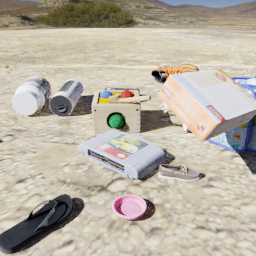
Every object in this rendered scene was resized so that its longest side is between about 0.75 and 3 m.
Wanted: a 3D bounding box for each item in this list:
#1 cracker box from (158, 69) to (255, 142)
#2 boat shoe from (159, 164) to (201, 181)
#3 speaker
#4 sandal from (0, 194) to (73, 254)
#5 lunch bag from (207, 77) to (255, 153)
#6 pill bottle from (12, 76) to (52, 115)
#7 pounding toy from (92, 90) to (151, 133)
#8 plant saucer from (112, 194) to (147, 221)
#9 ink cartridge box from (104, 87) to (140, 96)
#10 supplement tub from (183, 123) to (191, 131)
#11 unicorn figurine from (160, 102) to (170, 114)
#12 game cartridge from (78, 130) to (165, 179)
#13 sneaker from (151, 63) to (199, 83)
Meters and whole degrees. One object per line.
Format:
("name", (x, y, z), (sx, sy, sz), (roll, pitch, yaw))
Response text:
("cracker box", (2.162, -0.692, 7.181), (2.449, 0.707, 1.641), (-15, 57, -42))
("boat shoe", (1.407, 1.185, 7.614), (1.132, 0.337, 0.407), (4, 25, 8))
("speaker", (-2.671, -1.382, 12.420), (0.988, 0.988, 2.434), (1, 26, 3))
("sandal", (-1.856, 1.929, 5.940), (0.693, 0.390, 1.822), (16, 29, 31))
("lunch bag", (3.896, -0.432, 8.874), (2.603, 2.214, 1.659), (8, 23, 16))
("pill bottle", (-4.152, -1.421, 12.183), (1.253, 1.253, 2.154), (-1, 26, -1))
("pounding toy", (-0.264, -0.763, 10.362), (2.026, 1.564, 2.200), (-1, 25, -1))
("plant saucer", (0.035, 1.832, 6.385), (0.783, 0.199, 0.783), (-1, 25, 0))
("ink cartridge box", (-0.537, -1.615, 13.593), (2.185, 0.428, 1.086), (1, 25, 5))
("supplement tub", (2.677, -0.292, 10.124), (1.249, 0.906, 0.906), (-1, 25, -2))
("unicorn figurine", (1.561, -1.014, 11.611), (0.308, 0.573, 0.835), (2, 57, -41))
("game cartridge", (-0.156, 0.705, 8.570), (2.382, 0.487, 1.585), (19, 27, 36))
("sneaker", (2.591, -3.065, 16.203), (2.804, 1.088, 1.571), (7, 28, 38))
